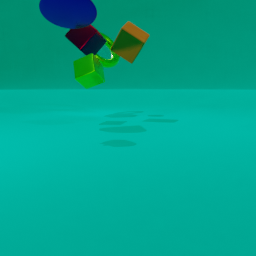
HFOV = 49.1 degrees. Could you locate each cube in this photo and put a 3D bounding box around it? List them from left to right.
[{"bbox_3d":[-1.640,-3.503,10.987,0.997,0.997,0.997,44,6,18],"label":"cube"},{"bbox_3d":[-1.276,-1.854,9.223,0.740,0.740,0.740,-18,-25,17],"label":"cube"},{"bbox_3d":[0.074,-2.885,9.436,0.878,0.878,0.878,32,37,-5],"label":"cube"}]

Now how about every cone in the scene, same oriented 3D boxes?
[{"bbox_3d":[-1.502,-3.617,7.248,1.431,1.437,1.431,0,-15,0],"label":"cone"}]

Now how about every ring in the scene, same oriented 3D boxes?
[{"bbox_3d":[-1.187,-3.517,12.491,1.909,1.909,0.382,-8,-20,-43],"label":"ring"}]
